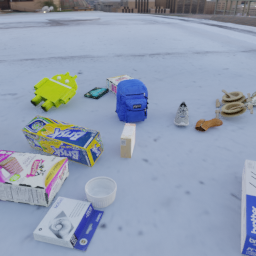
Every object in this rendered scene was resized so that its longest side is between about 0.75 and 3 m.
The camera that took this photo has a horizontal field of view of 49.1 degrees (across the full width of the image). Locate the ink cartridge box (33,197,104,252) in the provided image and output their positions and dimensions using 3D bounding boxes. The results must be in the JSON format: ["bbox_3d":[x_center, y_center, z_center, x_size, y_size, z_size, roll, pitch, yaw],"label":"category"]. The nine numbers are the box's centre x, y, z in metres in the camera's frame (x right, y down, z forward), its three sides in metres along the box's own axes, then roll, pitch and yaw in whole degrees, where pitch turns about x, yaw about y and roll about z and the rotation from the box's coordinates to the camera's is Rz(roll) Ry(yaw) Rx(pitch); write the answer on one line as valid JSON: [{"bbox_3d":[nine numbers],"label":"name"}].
[{"bbox_3d":[-1.382,2.256,6.758,1.290,0.262,1.287,7,29,13],"label":"ink cartridge box"}]

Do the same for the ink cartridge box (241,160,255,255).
[{"bbox_3d":[3.588,1.930,6.943,1.383,0.650,2.942,9,30,18],"label":"ink cartridge box"}]

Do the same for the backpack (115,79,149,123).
[{"bbox_3d":[0.247,-1.126,11.520,1.330,1.637,1.374,-8,29,-17],"label":"backpack"}]

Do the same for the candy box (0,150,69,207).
[{"bbox_3d":[-2.997,1.362,7.967,2.206,0.673,1.504,6,28,9],"label":"candy box"}]

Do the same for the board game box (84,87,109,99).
[{"bbox_3d":[-1.595,-1.788,14.283,0.797,0.166,1.179,12,31,21],"label":"board game box"}]

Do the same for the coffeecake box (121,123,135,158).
[{"bbox_3d":[0.008,0.422,9.576,0.372,0.782,1.019,4,29,8],"label":"coffeecake box"}]

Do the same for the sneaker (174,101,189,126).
[{"bbox_3d":[2.212,-0.597,11.586,0.591,0.649,1.583,3,29,6],"label":"sneaker"}]

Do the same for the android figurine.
[{"bbox_3d":[-3.335,-1.779,13.027,2.159,0.487,2.372,27,61,29],"label":"android figurine"}]

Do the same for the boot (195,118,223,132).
[{"bbox_3d":[3.155,-0.082,10.970,0.997,0.367,0.771,2,25,29],"label":"boot"}]

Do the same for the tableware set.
[{"bbox_3d":[4.609,-1.161,12.304,1.570,0.476,2.375,-10,24,24],"label":"tableware set"}]

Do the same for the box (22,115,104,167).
[{"bbox_3d":[-2.165,0.396,9.339,2.636,0.924,0.848,13,47,23],"label":"box"}]

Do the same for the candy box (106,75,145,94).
[{"bbox_3d":[-0.144,-2.166,14.535,1.301,0.582,1.908,-17,32,-27],"label":"candy box"}]

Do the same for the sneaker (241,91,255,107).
[{"bbox_3d":[5.737,-1.171,12.823,1.354,0.594,0.512,-32,15,-10],"label":"sneaker"}]

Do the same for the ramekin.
[{"bbox_3d":[-0.722,1.741,7.515,0.847,0.445,0.847,0,28,0],"label":"ramekin"}]
